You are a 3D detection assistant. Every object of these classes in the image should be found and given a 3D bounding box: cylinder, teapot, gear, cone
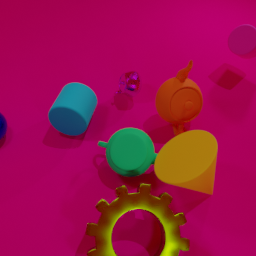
[{"bbox_3d":[3.598,-2.605,8.534,0.880,0.880,0.880,39,24,26],"label":"cylinder"},{"bbox_3d":[-0.006,-1.268,8.157,0.612,1.250,0.777,2,67,-26],"label":"teapot"},{"bbox_3d":[0.134,0.612,6.798,1.869,0.915,1.162,15,84,11],"label":"teapot"},{"bbox_3d":[-1.449,-0.507,7.477,1.033,1.033,1.033,9,45,7],"label":"cylinder"},{"bbox_3d":[1.401,-0.739,7.303,1.276,2.052,1.005,0,16,-13],"label":"teapot"},{"bbox_3d":[0.182,2.125,5.494,1.987,0.368,1.987,2,74,-6],"label":"gear"},{"bbox_3d":[1.582,1.067,6.263,1.456,1.462,1.456,-29,30,18],"label":"cone"}]

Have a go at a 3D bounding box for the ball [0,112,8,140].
[{"bbox_3d":[-3.638,-0.050,7.263,0.947,0.947,0.947,0,53,0],"label":"ball"}]
